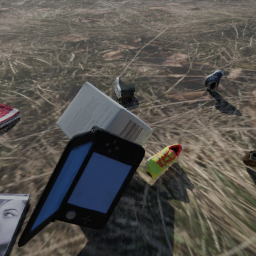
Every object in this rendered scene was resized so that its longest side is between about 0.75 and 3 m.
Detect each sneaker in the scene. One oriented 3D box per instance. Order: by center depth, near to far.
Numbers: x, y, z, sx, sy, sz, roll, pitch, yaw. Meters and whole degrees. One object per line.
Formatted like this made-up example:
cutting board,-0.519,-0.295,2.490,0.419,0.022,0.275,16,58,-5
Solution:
sneaker,2.801,0.596,6.083,0.448,1.185,0.417,17,75,-11
sneaker,0.825,0.685,6.320,0.453,0.523,1.158,49,50,2
sneaker,2.821,-1.491,9.567,0.369,0.971,0.701,29,67,-2
sneaker,-0.104,-1.366,9.634,0.624,0.444,1.257,3,32,-12

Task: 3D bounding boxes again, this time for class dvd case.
dvd case,-2.651,1.838,5.110,1.235,0.133,1.661,2,33,1

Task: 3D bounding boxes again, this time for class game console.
game console,-0.598,0.982,4.351,1.579,1.795,1.045,24,11,-25

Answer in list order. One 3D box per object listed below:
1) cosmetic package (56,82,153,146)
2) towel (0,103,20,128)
cosmetic package,-0.540,-0.013,6.420,1.272,1.280,1.529,-54,47,3
towel,-4.538,-0.467,8.121,2.252,0.256,1.622,20,33,17
